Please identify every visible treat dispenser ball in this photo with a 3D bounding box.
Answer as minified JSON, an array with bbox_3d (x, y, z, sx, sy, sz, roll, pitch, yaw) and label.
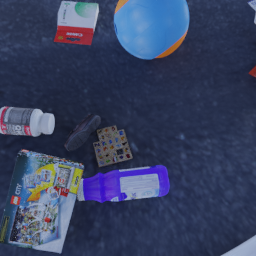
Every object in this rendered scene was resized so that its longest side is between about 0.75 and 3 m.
[{"bbox_3d":[0.840,-3.866,10.127,2.698,2.698,2.698,0,63,0],"label":"treat dispenser ball"}]

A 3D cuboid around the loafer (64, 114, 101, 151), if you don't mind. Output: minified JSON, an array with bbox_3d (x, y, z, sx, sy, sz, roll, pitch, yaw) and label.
[{"bbox_3d":[-1.578,0.122,9.369,0.502,0.573,1.595,24,58,33],"label":"loafer"}]

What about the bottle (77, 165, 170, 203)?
[{"bbox_3d":[-0.151,1.673,8.193,2.628,1.098,0.858,-6,64,-4],"label":"bottle"}]

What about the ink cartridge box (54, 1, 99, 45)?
[{"bbox_3d":[-2.159,-4.408,11.657,1.591,0.495,1.977,6,62,3],"label":"ink cartridge box"}]

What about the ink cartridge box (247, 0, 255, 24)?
[{"bbox_3d":[6.813,-4.621,11.694,2.706,0.643,2.738,-24,64,-10],"label":"ink cartridge box"}]

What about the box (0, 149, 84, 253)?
[{"bbox_3d":[-2.298,1.956,7.435,1.693,0.467,2.479,15,96,-11],"label":"box"}]

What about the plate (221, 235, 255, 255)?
[{"bbox_3d":[3.263,4.595,7.055,2.994,0.484,2.987,-23,64,-11],"label":"plate"}]

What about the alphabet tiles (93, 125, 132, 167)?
[{"bbox_3d":[-0.568,0.556,9.325,1.121,0.051,1.342,-14,61,-7],"label":"alphabet tiles"}]

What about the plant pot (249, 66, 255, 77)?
[{"bbox_3d":[5.164,-2.222,10.398,0.711,0.806,0.807,44,71,8],"label":"plant pot"}]

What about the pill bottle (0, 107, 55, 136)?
[{"bbox_3d":[-3.330,-0.197,9.244,1.654,0.916,0.916,4,63,3],"label":"pill bottle"}]
